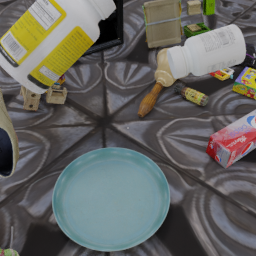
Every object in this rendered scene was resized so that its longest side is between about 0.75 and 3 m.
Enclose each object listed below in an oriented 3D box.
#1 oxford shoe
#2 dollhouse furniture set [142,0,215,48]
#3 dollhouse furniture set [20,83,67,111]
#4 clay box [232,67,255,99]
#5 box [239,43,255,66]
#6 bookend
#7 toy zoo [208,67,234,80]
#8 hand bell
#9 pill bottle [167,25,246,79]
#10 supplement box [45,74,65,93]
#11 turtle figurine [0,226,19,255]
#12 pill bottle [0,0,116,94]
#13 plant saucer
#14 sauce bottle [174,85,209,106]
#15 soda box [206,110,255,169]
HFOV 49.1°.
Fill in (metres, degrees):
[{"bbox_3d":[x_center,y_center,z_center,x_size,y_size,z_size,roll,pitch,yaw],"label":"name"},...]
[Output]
[{"bbox_3d":[-2.067,-0.320,3.866,0.810,2.287,0.844,-30,32,-18],"label":"oxford shoe"},{"bbox_3d":[2.015,-4.627,11.829,2.882,1.888,1.447,-10,34,0],"label":"dollhouse furniture set"},{"bbox_3d":[-2.841,-1.159,9.371,1.256,0.880,0.885,3,39,-32],"label":"dollhouse furniture set"},{"bbox_3d":[4.794,-1.390,9.707,1.952,0.465,1.122,26,52,25],"label":"clay box"},{"bbox_3d":[4.116,-3.106,11.401,2.054,0.371,1.468,9,41,7],"label":"box"},{"bbox_3d":[-1.706,-4.548,11.135,2.873,2.892,1.332,-24,50,-23],"label":"bookend"},{"bbox_3d":[3.506,-2.178,10.731,0.751,0.117,1.144,-33,54,-29],"label":"toy zoo"},{"bbox_3d":[0.999,-1.361,9.472,1.332,1.332,2.559,23,63,21],"label":"hand bell"},{"bbox_3d":[1.343,-1.303,4.934,1.212,0.693,0.693,-17,46,3],"label":"pill bottle"},{"bbox_3d":[-2.838,-2.103,9.709,0.759,1.472,0.963,23,51,21],"label":"supplement box"},{"bbox_3d":[-2.936,2.746,5.362,1.415,1.967,1.907,23,62,-36],"label":"turtle figurine"},{"bbox_3d":[-1.740,-2.387,6.950,2.918,1.624,1.624,-43,52,7],"label":"pill bottle"},{"bbox_3d":[-0.395,1.635,6.796,2.785,0.382,2.785,0,46,0],"label":"plant saucer"},{"bbox_3d":[2.124,-1.137,9.529,1.203,0.389,0.389,28,52,27],"label":"sauce bottle"},{"bbox_3d":[3.296,0.217,7.962,2.210,0.701,0.774,-26,51,-24],"label":"soda box"}]
